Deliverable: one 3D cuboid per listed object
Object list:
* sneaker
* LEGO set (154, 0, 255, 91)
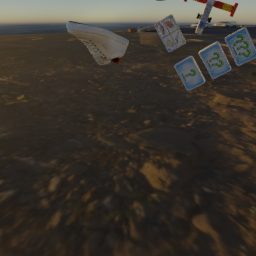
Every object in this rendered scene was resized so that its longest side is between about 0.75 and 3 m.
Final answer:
[{"bbox_3d":[-0.989,-2.789,9.580,1.008,1.173,2.770,26,14,35],"label":"sneaker"},{"bbox_3d":[1.794,-2.440,6.990,2.029,2.716,0.667,-25,19,24],"label":"LEGO set"}]
